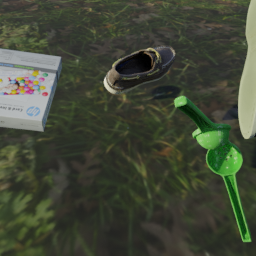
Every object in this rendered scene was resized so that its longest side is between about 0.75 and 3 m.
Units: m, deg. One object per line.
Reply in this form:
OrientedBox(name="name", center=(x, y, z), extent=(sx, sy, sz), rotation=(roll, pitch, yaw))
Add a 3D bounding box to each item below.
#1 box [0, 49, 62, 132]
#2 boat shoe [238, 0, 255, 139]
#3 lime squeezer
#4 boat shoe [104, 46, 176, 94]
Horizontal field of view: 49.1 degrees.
OrientedBox(name="box", center=(-1.936, -0.720, 4.941), extent=(1.246, 0.329, 1.598), rotation=(7, 53, -4))
OrientedBox(name="boat shoe", center=(2.709, -1.179, 5.258), extent=(0.860, 2.858, 1.019), rotation=(5, 6, 0))
OrientedBox(name="lime squeezer", center=(1.200, 0.404, 3.882), extent=(0.537, 2.847, 1.005), rotation=(-2, 44, 38))
OrientedBox(name="boat shoe", center=(0.455, -1.671, 7.383), extent=(2.397, 0.713, 0.861), rotation=(-30, 78, -28))
